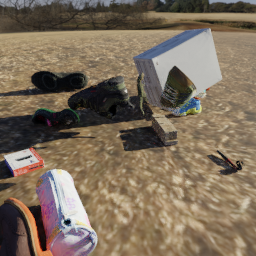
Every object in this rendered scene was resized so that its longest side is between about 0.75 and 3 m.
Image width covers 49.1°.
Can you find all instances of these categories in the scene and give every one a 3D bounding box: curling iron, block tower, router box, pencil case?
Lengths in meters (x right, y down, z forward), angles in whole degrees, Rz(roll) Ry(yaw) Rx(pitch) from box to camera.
[{"bbox_3d":[2.746,0.848,7.573,0.260,0.134,1.050,-42,28,-3],"label":"curling iron"},{"bbox_3d":[1.176,0.016,9.118,0.424,0.454,1.571,-5,25,-10],"label":"block tower"},{"bbox_3d":[-2.752,0.890,7.415,0.786,0.214,0.876,-17,29,-33],"label":"router box"},{"bbox_3d":[-1.217,1.530,5.161,0.797,0.870,1.917,-28,29,-11],"label":"pencil case"}]

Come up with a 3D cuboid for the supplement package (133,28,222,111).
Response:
[{"bbox_3d":[2.014,-2.364,11.213,2.795,2.177,1.550,-31,26,-16],"label":"supplement package"}]

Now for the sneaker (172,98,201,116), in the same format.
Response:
[{"bbox_3d":[2.258,-0.846,10.796,1.233,0.648,0.467,-9,26,-20],"label":"sneaker"}]

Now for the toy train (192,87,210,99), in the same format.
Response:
[{"bbox_3d":[2.296,-1.604,12.573,2.555,0.711,1.919,13,37,24],"label":"toy train"}]

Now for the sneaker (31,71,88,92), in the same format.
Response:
[{"bbox_3d":[-3.404,-2.349,14.043,2.743,1.042,1.245,2,13,-12],"label":"sneaker"}]

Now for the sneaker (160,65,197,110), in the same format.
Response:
[{"bbox_3d":[1.135,-0.815,6.657,0.631,0.845,1.881,47,11,16],"label":"sneaker"}]

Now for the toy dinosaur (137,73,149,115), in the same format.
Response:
[{"bbox_3d":[0.482,-1.145,9.504,0.333,1.403,0.618,-4,6,19],"label":"toy dinosaur"}]

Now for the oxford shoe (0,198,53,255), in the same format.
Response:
[{"bbox_3d":[-1.758,1.938,4.318,0.886,0.869,2.442,-21,31,-29],"label":"oxford shoe"}]

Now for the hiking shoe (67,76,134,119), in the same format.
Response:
[{"bbox_3d":[-1.013,-0.791,9.373,2.539,1.278,0.962,-14,14,40],"label":"hiking shoe"}]

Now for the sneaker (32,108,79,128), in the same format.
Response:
[{"bbox_3d":[-2.498,-0.271,9.677,1.769,0.679,0.741,1,36,17],"label":"sneaker"}]
